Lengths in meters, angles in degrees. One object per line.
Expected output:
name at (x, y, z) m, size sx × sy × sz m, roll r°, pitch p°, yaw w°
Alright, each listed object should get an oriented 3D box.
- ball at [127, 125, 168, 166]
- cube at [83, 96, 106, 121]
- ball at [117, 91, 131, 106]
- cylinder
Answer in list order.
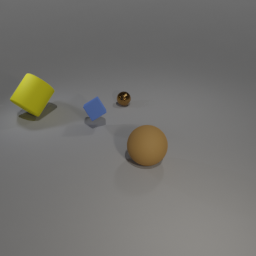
ball at (0.660, 0.594, 9.601) m, size 1.400 × 1.400 × 1.400 m, roll 0°, pitch 31°, yaw 0°
cube at (-1.372, -0.809, 11.632) m, size 0.700 × 0.700 × 0.700 m, roll -32°, pitch 14°, yaw 2°
ball at (-0.204, -1.427, 13.622) m, size 0.700 × 0.700 × 0.700 m, roll 0°, pitch 31°, yaw 0°
cylinder at (-4.213, -1.443, 12.390) m, size 1.400 × 1.400 × 1.400 m, roll 22°, pitch 77°, yaw 32°
